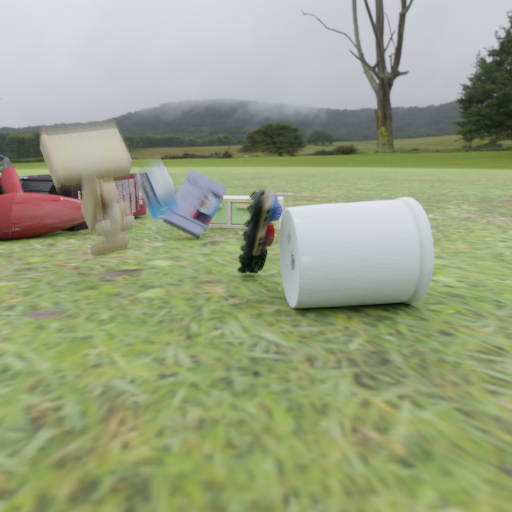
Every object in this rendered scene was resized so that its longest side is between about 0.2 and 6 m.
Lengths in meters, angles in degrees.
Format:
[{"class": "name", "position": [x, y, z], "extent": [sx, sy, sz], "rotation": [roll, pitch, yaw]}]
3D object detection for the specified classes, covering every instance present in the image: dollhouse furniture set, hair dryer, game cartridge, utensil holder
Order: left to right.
[{"class": "hair dryer", "position": [-5.515, -1.477, 12.716], "extent": [3.706, 1.007, 2.823], "rotation": [20, 43, -1]}, {"class": "dollhouse furniture set", "position": [-2.588, -1.016, 8.364], "extent": [1.071, 1.512, 1.646], "rotation": [-14, -27, -30]}, {"class": "game cartridge", "position": [-1.336, -1.145, 12.437], "extent": [0.931, 1.437, 0.276], "rotation": [23, -28, 3]}, {"class": "utensil holder", "position": [1.205, -0.011, 7.162], "extent": [1.630, 1.385, 1.385], "rotation": [-4, 12, -8]}]

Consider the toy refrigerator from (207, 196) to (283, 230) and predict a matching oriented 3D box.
[{"class": "toy refrigerator", "position": [-0.376, -1.077, 13.882], "extent": [2.027, 0.769, 0.709], "rotation": [3, 12, 11]}]

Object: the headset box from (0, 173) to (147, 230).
[{"class": "headset box", "position": [-4.730, -1.579, 15.063], "extent": [2.483, 1.289, 3.337], "rotation": [5, 14, 24]}]

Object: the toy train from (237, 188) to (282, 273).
[{"class": "toy train", "position": [0.041, -0.290, 8.085], "extent": [0.467, 0.348, 2.040], "rotation": [7, -30, -4]}]

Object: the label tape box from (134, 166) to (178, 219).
[{"class": "label tape box", "position": [-1.817, -1.188, 10.413], "extent": [0.588, 0.815, 0.258], "rotation": [-26, 3, -25]}]
